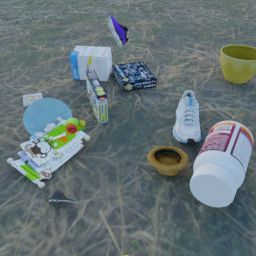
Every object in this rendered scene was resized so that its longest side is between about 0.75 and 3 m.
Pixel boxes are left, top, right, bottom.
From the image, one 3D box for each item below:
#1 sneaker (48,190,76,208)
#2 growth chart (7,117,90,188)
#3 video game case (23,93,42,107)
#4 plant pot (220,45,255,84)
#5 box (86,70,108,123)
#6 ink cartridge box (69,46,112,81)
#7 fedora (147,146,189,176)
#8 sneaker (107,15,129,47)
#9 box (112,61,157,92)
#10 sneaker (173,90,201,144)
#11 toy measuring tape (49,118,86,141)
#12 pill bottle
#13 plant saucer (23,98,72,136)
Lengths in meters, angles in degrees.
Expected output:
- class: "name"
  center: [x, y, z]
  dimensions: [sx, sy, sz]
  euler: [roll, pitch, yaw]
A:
- class: "sneaker"
  center: [-1.956, 2.132, 8.535]
  dimensions: [0.857, 0.320, 0.455]
  euler: [4, 39, 7]
- class: "growth chart"
  center: [-2.879, 0.728, 10.296]
  dimensions: [2.145, 0.263, 2.964]
  euler: [24, 47, 22]
- class: "video game case"
  center: [-4.546, -1.357, 13.407]
  dimensions: [0.879, 0.111, 0.966]
  euler: [-11, 38, -14]
- class: "plant pot"
  center: [5.845, -3.247, 14.719]
  dimensions: [2.167, 1.538, 2.167]
  euler: [0, 36, 0]
- class: "box"
  center: [-1.409, -1.460, 12.503]
  dimensions: [0.429, 1.361, 2.473]
  euler: [-10, 37, -14]
- class: "ink cartridge box"
  center: [-1.950, -3.497, 15.178]
  dimensions: [1.956, 1.415, 1.440]
  euler: [4, 37, 6]
- class: "fedora"
  center: [1.352, 1.192, 9.578]
  dimensions: [1.459, 0.595, 1.459]
  euler: [-4, 30, 2]
- class: "sneaker"
  center: [-0.363, -4.161, 11.770]
  dimensions: [0.655, 1.316, 0.458]
  euler: [-33, 31, -10]
- class: "box"
  center: [0.302, -2.816, 15.007]
  dimensions: [1.826, 0.529, 2.298]
  euler: [-10, 38, -13]
- class: "sneaker"
  center: [2.414, -0.555, 11.395]
  dimensions: [1.091, 1.261, 2.910]
  euler: [4, 38, 3]
- class: "toy measuring tape"
  center: [-1.886, 0.011, 8.404]
  dimensions: [1.315, 0.484, 0.484]
  euler: [-19, 34, 14]
- class: "pill bottle"
  center: [3.004, 1.074, 8.949]
  dimensions: [1.527, 1.527, 2.787]
  euler: [18, 40, 22]
- class: "plant saucer"
  center: [-3.242, -0.326, 11.418]
  dimensions: [1.919, 0.369, 1.919]
  euler: [5, 62, -10]
